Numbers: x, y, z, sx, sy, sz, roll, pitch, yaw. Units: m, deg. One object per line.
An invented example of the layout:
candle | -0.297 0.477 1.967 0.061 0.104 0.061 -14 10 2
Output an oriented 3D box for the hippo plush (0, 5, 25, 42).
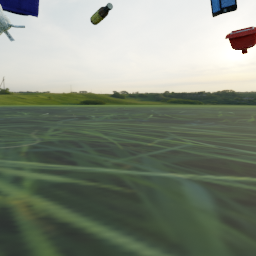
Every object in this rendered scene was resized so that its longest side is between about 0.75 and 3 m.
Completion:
hippo plush | -2.791 -2.151 5.510 1.000 0.797 0.804 42 3 12

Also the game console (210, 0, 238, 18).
game console | 2.591 -3.518 7.598 0.735 0.835 0.486 -8 24 15

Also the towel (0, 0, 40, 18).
towel | -2.967 -3.945 7.497 1.257 1.702 0.422 0 18 -40

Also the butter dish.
butter dish | 3.697 -2.750 8.954 1.068 0.789 1.065 -6 22 25

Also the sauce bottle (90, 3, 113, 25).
sauce bottle | -0.779 -3.414 8.360 0.323 0.323 0.999 -4 -5 -37
